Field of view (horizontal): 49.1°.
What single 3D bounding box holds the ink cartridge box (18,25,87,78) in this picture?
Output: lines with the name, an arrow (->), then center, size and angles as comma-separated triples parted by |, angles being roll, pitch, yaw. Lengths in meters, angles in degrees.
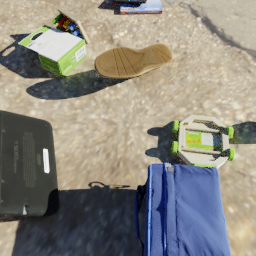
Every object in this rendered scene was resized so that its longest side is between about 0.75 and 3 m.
ink cartridge box -> -2.809, -2.969, 10.605 | 2.029, 0.769, 1.500 | 27, 59, 20

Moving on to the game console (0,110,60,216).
game console -> -3.484, 1.152, 7.583 | 2.607, 1.725, 2.965 | 15, 48, -39

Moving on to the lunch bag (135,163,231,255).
lunch bag -> 1.040, 2.033, 6.292 | 1.801, 1.850, 2.723 | 2, 54, 1

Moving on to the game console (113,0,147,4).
game console -> 0.163, -6.118, 13.014 | 1.564, 0.243, 1.383 | 5, 41, 7

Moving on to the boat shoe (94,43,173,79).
boat shoe -> 0.123, -2.185, 9.679 | 2.950, 1.062, 1.064 | -21, 87, -27

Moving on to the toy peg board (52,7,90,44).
toy peg board -> -2.303, -3.858, 11.046 | 1.249, 1.254, 0.613 | 40, 81, 24

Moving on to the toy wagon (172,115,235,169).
toy wagon -> 2.174, 0.593, 8.218 | 1.767, 0.451, 2.278 | 7, 55, 5

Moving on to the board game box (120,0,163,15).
board game box -> 0.589, -5.559, 12.836 | 1.879, 0.183, 0.967 | -2, 53, -1
